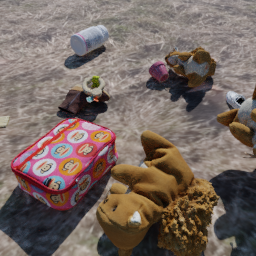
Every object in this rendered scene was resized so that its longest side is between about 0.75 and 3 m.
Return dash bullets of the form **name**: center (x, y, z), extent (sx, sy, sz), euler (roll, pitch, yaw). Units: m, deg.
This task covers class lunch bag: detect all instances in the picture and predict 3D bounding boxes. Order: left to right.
- **lunch bag**: center (-2.037, 0.931, 8.926), extent (2.638, 1.227, 2.995), euler (19, 44, 27)

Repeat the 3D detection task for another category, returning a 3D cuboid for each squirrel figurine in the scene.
- **squirrel figurine**: center (0.735, 1.917, 6.806), extent (2.923, 2.069, 2.728), euler (29, 32, 14)
- **squirrel figurine**: center (2.976, -3.126, 13.536), extent (2.332, 1.650, 2.177), euler (-16, 31, -38)
- **squirrel figurine**: center (4.341, 0.405, 8.178), extent (2.848, 2.015, 2.658), euler (31, 33, -27)

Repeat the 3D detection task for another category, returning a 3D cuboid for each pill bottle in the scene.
- **pill bottle**: center (-2.097, -4.930, 15.592), extent (1.171, 1.171, 2.065), euler (27, 47, 28)

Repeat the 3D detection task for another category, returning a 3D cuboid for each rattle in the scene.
- **rattle**: center (-1.399, -1.372, 11.800), extent (0.989, 1.086, 1.520), euler (-6, 56, -18)

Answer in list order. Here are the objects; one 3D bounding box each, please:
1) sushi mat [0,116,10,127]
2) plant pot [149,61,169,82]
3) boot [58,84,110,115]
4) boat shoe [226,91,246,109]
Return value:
- **sushi mat**: center (-5.365, -0.208, 11.002), extent (1.314, 0.080, 0.629), euler (-5, 41, -6)
- **plant pot**: center (1.519, -2.624, 13.299), extent (0.835, 0.835, 0.748), euler (-20, 60, -21)
- **boot**: center (-1.820, -1.072, 11.751), extent (1.827, 0.661, 1.519), euler (17, 56, 17)
- **boat shoe**: center (4.651, -1.099, 11.646), extent (0.645, 0.573, 1.752), euler (-8, 42, -9)
